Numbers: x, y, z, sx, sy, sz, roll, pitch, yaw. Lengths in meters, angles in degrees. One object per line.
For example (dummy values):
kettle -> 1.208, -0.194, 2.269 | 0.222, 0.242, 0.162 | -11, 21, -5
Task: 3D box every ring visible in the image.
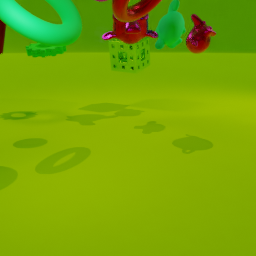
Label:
ring -> 0.345, -2.811, 5.663 | 1.619, 0.324, 1.619 | -37, -7, -5
ring -> -1.533, -2.062, 4.660 | 0.343, 1.717, 1.717 | -41, -10, 35

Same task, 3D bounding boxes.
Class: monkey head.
monkey head -> 2.013, -2.742, 8.277 | 1.042, 0.873, 1.448 | 46, 18, -2
monkey head -> 1.402, -3.618, 10.186 | 1.330, 1.849, 1.114 | 21, 1, 33
monkey head -> 0.102, -3.216, 9.214 | 1.951, 1.176, 1.404 | -3, 52, -3

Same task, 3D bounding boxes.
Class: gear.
gear -> -2.875, -2.791, 9.860 | 1.355, 0.251, 1.355 | -2, 30, 1

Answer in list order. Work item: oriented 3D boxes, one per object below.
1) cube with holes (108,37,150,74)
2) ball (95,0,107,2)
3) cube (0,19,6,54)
cube with holes -> 0.085, -2.990, 11.210 | 1.187, 1.187, 1.187 | 13, 34, 28
ball -> -0.652, -3.428, 6.635 | 0.797, 0.797, 0.797 | 0, 17, 0
cube -> -3.921, -2.880, 7.335 | 1.242, 1.242, 1.242 | 1, 54, -29
